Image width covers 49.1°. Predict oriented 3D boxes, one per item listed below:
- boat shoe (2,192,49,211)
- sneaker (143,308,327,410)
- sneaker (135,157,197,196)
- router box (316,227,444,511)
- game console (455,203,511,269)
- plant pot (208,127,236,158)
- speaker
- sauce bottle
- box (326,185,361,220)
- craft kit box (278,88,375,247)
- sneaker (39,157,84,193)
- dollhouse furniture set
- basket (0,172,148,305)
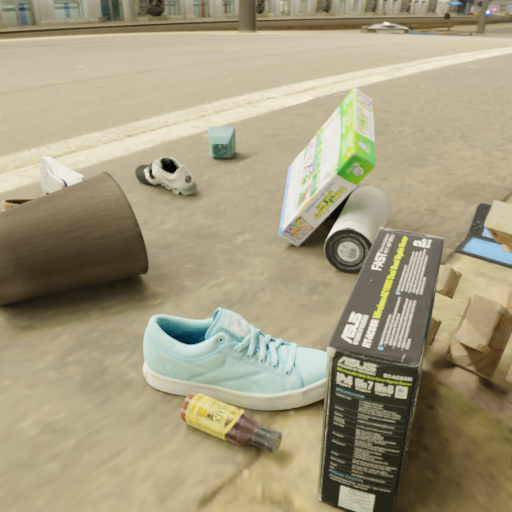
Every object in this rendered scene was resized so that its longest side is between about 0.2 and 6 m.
[{"bbox_3d":[-4.760,-1.103,12.863,1.973,0.636,0.703,-9,29,-17],"label":"boat shoe"},{"bbox_3d":[-0.216,1.338,7.722,2.849,1.167,1.053,2,29,3],"label":"sneaker"},{"bbox_3d":[-2.458,-2.275,14.657,2.051,0.908,0.760,17,54,32],"label":"sneaker"},{"bbox_3d":[1.569,1.242,6.809,0.904,2.182,2.911,9,30,18],"label":"router box"},{"bbox_3d":[4.987,-0.426,11.487,1.365,1.165,0.808,20,7,33],"label":"game console"},{"bbox_3d":[-1.060,-3.382,17.025,0.817,0.815,0.832,1,37,2],"label":"plant pot"},{"bbox_3d":[2.147,-0.619,11.593,0.979,0.979,2.412,9,29,17],"label":"speaker"},{"bbox_3d":[-0.315,2.113,7.067,1.330,0.439,0.439,13,31,23],"label":"sauce bottle"},{"bbox_3d":[1.894,-1.399,13.423,1.039,0.645,1.047,-15,31,-25],"label":"box"},{"bbox_3d":[1.480,-1.889,11.857,0.630,2.567,2.599,26,43,-14],"label":"craft kit box"},{"bbox_3d":[-4.941,-1.925,14.366,0.902,0.856,2.241,-11,37,-34],"label":"sneaker"},{"bbox_3d":[3.715,0.611,8.416,2.197,2.392,1.556,23,0,37],"label":"dollhouse furniture set"},{"bbox_3d":[-3.637,-0.240,10.134,2.616,1.779,2.358,-19,52,-25],"label":"basket"}]
